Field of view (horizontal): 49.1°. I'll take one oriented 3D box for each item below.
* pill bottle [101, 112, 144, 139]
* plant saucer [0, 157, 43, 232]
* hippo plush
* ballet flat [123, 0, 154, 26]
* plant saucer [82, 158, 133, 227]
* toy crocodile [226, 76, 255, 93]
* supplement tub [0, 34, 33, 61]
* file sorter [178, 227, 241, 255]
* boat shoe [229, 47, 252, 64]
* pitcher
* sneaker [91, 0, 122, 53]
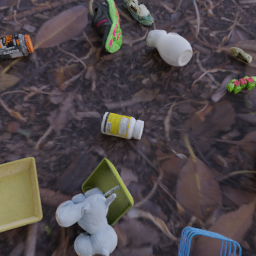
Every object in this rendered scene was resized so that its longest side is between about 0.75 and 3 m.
[{"bbox_3d":[-0.174,-0.048,9.250,1.290,0.737,0.737,12,61,6],"label":"pill bottle"},{"bbox_3d":[-3.565,2.047,8.211,2.000,0.485,2.000,-14,61,-8],"label":"plant saucer"},{"bbox_3d":[-0.860,2.574,7.616,1.948,1.551,1.566,-20,92,7],"label":"hippo plush"},{"bbox_3d":[0.414,-5.208,12.231,0.710,0.710,1.914,-36,66,-18],"label":"ballet flat"},{"bbox_3d":[-0.535,1.879,7.937,0.374,1.562,1.560,-4,52,-46],"label":"plant saucer"},{"bbox_3d":[4.242,-1.648,10.334,1.399,0.432,0.472,-14,61,-8],"label":"toy crocodile"},{"bbox_3d":[-4.509,-3.161,10.945,1.408,0.863,0.863,-14,61,-8],"label":"supplement tub"},{"bbox_3d":[1.888,3.085,6.765,1.207,1.739,1.067,11,76,7],"label":"file sorter"},{"bbox_3d":[4.428,-2.858,11.082,0.956,0.349,0.301,36,62,10],"label":"boat shoe"},{"bbox_3d":[1.813,-3.217,10.963,1.516,1.071,1.767,-23,51,-26],"label":"pitcher"},{"bbox_3d":[-0.916,-4.082,11.534,1.149,1.052,2.742,-13,57,14],"label":"sneaker"}]
